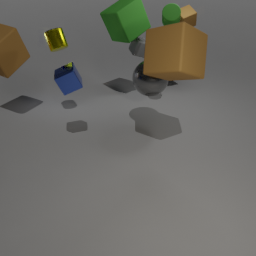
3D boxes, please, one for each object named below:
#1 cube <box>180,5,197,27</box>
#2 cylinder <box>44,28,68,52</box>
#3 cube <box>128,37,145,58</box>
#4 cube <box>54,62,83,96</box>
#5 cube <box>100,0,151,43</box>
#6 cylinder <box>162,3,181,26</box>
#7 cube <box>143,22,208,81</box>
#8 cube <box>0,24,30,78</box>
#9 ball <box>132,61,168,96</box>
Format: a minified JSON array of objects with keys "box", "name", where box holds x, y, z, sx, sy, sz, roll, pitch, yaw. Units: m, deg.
[{"box":[2.618,-4.973,12.645,0.700,0.700,0.700,-24,58,-6],"name":"cube"},{"box":[-2.680,-3.291,10.477,0.700,0.700,0.700,-17,11,3],"name":"cylinder"},{"box":[0.540,-3.848,13.293,0.700,0.700,0.700,6,38,-27],"name":"cube"},{"box":[-1.999,-1.654,9.403,0.700,0.700,0.700,-23,39,5],"name":"cube"},{"box":[-0.108,-4.781,12.421,1.400,1.400,1.400,-41,37,-18],"name":"cube"},{"box":[1.659,-4.275,10.730,0.700,0.700,0.700,4,-4,7],"name":"cylinder"},{"box":[1.470,-2.284,8.681,1.400,1.400,1.400,6,3,43],"name":"cube"},{"box":[-4.998,-3.048,10.888,1.400,1.400,1.400,21,60,21],"name":"cube"},{"box":[0.868,-1.921,10.790,1.400,1.400,1.400,0,30,0],"name":"ball"}]
